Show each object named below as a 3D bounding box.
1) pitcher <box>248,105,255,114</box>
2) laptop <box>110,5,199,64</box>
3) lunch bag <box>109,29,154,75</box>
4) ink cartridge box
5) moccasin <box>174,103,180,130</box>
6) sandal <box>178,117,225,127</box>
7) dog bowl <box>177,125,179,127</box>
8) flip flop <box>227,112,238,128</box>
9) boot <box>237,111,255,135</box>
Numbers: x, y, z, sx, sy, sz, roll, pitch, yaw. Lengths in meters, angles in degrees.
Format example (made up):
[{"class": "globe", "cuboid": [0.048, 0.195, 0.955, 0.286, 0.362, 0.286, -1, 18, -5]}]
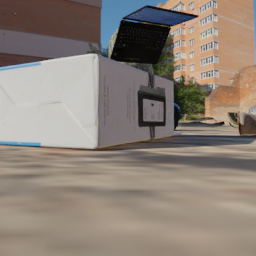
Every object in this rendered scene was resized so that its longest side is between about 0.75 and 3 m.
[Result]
[{"class": "pitcher", "cuboid": [6.981, -0.722, 12.521, 2.448, 1.484, 2.100, -12, 9, -34]}, {"class": "laptop", "cuboid": [0.863, -3.196, 10.090, 2.262, 2.553, 1.318, -4, 42, -31]}, {"class": "lunch bag", "cuboid": [0.267, -3.338, 13.772, 2.155, 2.569, 1.790, 1, -11, -21]}, {"class": "ink cartridge box", "cuboid": [-0.306, -0.275, 3.938, 1.518, 0.888, 2.617, 1, 2, 28]}, {"class": "moccasin", "cuboid": [0.179, -0.309, 7.674, 2.426, 0.827, 0.976, 3, 4, 16]}, {"class": "sandal", "cuboid": [3.399, -0.281, 13.100, 2.133, 0.457, 0.811, 1, 1, 21]}, {"class": "dog bowl", "cuboid": [2.051, -0.209, 13.909, 0.972, 0.285, 0.972, -1, 2, 0]}, {"class": "flip flop", "cuboid": [4.378, -0.241, 11.155, 0.828, 0.588, 2.042, 4, 18, 16]}, {"class": "boot", "cuboid": [2.553, -0.091, 5.210, 0.940, 0.452, 1.286, -1, -1, 24]}]
